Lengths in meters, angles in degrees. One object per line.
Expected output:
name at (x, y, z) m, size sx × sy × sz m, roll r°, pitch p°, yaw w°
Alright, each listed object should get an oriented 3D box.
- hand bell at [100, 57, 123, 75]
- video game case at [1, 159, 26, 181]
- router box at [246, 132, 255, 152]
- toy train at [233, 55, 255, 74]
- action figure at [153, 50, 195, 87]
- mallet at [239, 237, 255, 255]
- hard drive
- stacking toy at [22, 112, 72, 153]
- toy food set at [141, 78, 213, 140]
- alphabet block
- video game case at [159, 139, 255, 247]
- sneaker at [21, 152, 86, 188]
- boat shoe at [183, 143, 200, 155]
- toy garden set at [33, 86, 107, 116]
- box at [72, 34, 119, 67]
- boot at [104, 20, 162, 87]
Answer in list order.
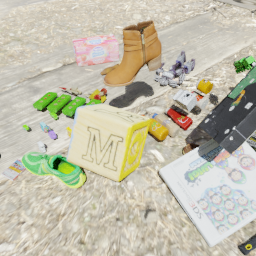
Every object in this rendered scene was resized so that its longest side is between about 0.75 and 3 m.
hand bell at (-0.537, -3.116, 14.130) m, size 1.877 × 0.977 × 0.977 m, roll -30°, pitch 49°, yaw -11°
video game case at (-3.830, 1.414, 9.535) m, size 0.557 × 0.068 × 0.780 m, roll 21°, pitch 47°, yaw 22°
router box at (4.336, 0.646, 10.021) m, size 2.094 × 0.535 × 1.562 m, roll 31°, pitch 51°, yaw 29°
toy train at (3.805, -2.090, 9.220) m, size 0.322 × 0.435 × 1.543 m, roll -35°, pitch 3°, yaw 6°
action figure at (2.238, -2.765, 13.558) m, size 1.614 × 0.861 × 2.481 m, roll 32°, pitch 54°, yaw 23°
mallet at (4.202, 2.871, 7.728) m, size 2.527 × 0.520 × 0.832 m, roll -30°, pitch 54°, yaw -22°
hard drive at (3.215, -0.687, 7.442) m, size 0.514 × 2.719 × 1.900 m, roll 39°, pitch 10°, yaw -11°
stacking toy at (-3.070, 0.117, 10.749) m, size 1.348 × 0.420 × 1.788 m, roll -29°, pitch 48°, yaw -30°
toy food set at (1.879, -0.804, 10.831) m, size 2.914 × 1.391 × 1.311 m, roll -48°, pitch 55°, yaw -3°
alphabet block at (-0.571, 0.360, 8.967) m, size 1.868 × 1.834 × 1.824 m, roll 19°, pitch 16°, yaw 20°
video game case at (2.817, 1.605, 8.373) m, size 2.854 × 0.338 × 2.598 m, roll -28°, pitch 58°, yaw -10°
sneaker at (-2.424, 1.157, 9.139) m, size 2.338 × 0.977 × 0.866 m, roll 15°, pitch 46°, yaw 17°
boat shoe at (2.923, 1.045, 9.421) m, size 2.246 × 0.758 × 0.808 m, roll 29°, pitch 50°, yaw 28°
toy garden set at (-2.304, -1.126, 11.999) m, size 2.594 × 0.518 × 2.162 m, roll 12°, pitch 39°, yaw 20°
box at (-1.697, -4.118, 14.834) m, size 2.262 × 1.071 × 1.161 m, roll -12°, pitch 44°, yaw -12°
boot at (0.056, -2.433, 9.346) m, size 2.295 × 1.782 × 0.880 m, roll -20°, pitch 51°, yaw 0°
